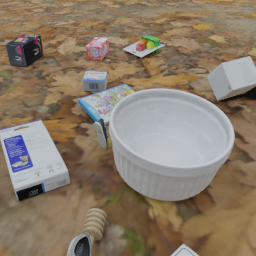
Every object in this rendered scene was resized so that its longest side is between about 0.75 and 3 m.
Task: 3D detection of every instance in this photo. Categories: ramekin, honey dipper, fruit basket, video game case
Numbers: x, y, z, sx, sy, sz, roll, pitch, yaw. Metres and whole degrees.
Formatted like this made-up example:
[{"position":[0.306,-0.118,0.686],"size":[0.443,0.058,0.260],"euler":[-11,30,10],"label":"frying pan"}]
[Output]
[{"position":[0.881,0.376,6.300],"size":[2.620,1.375,2.620],"euler":[3,41,-2],"label":"ramekin"},{"position":[-0.748,2.303,4.655],"size":[0.392,0.392,2.062],"euler":[5,39,7],"label":"honey dipper"},{"position":[0.767,-3.826,13.396],"size":[1.519,0.712,1.407],"euler":[-38,47,-21],"label":"fruit basket"},{"position":[-0.449,-0.791,9.045],"size":[1.909,0.170,1.366],"euler":[-23,52,-30],"label":"video game case"}]

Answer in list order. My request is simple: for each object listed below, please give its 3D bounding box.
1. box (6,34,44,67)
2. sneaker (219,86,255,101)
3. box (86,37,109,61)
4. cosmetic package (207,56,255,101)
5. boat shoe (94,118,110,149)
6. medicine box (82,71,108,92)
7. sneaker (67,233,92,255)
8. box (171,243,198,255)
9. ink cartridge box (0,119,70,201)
[{"position":[-4.530,-3.467,12.425],"size":[0.843,0.972,1.590],"euler":[8,35,11],"label":"box"},{"position":[3.958,-1.559,9.831],"size":[2.064,0.863,1.246],"euler":[-3,44,-2],"label":"sneaker"},{"position":[-1.386,-3.700,13.046],"size":[0.709,0.654,1.383],"euler":[6,35,9],"label":"box"},{"position":[3.158,-1.466,8.373],"size":[1.060,0.887,0.882],"euler":[-17,80,-18],"label":"cosmetic package"},{"position":[-0.656,0.150,7.234],"size":[0.334,0.893,0.276],"euler":[14,43,35],"label":"boat shoe"},{"position":[-1.208,-1.742,10.381],"size":[0.809,0.457,0.888],"euler":[2,35,2],"label":"medicine box"},{"position":[-0.803,2.162,4.215],"size":[0.452,0.496,1.209],"euler":[14,44,-14],"label":"sneaker"},{"position":[0.491,2.774,3.621],"size":[2.260,0.679,1.318],"euler":[-29,44,-34],"label":"box"},{"position":[-2.375,0.663,6.894],"size":[1.186,0.468,2.386],"euler":[-17,39,-22],"label":"ink cartridge box"}]
